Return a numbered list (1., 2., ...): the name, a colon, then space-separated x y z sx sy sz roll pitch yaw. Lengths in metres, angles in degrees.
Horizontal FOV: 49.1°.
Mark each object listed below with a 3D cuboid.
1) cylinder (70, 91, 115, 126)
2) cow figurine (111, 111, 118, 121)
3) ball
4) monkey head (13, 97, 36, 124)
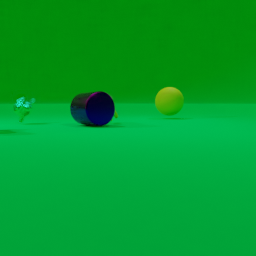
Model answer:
1. cylinder: -1.203 -0.650 9.453 1.126 1.126 1.126 -4 6 -38
2. cow figurine: -0.715 -0.696 10.520 0.484 0.867 0.881 -30 26 -11
3. ball: 1.995 -1.275 13.481 1.366 1.366 1.366 0 6 0
4. monkey head: -3.729 -0.707 10.256 0.793 1.103 0.664 16 -20 24
